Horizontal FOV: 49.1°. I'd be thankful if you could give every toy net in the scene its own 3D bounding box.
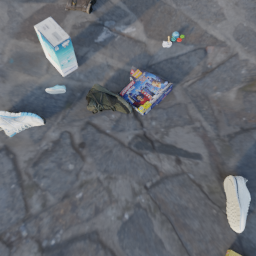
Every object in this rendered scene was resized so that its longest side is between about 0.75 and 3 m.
[{"bbox_3d":[2.062,-4.007,12.943,0.609,0.224,1.161,41,73,14],"label":"toy net"}]

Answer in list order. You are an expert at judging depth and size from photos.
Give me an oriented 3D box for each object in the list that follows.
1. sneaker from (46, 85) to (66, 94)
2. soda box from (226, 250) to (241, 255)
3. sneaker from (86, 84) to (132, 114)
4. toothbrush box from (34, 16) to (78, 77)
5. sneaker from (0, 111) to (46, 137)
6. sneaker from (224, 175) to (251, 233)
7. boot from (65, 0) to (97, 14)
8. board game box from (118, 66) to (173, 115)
[{"bbox_3d":[-3.049,-1.655,11.841,0.829,0.307,0.340,0,58,-10],"label":"sneaker"},{"bbox_3d":[3.689,4.346,9.071,0.987,0.334,0.316,26,68,11],"label":"soda box"},{"bbox_3d":[-0.865,-0.882,11.187,2.035,0.778,1.165,30,70,18],"label":"sneaker"},{"bbox_3d":[-2.936,-3.326,11.664,0.833,1.953,1.430,-37,72,-15],"label":"toothbrush box"},{"bbox_3d":[-4.267,-0.098,10.922,2.200,0.825,0.953,1,72,10],"label":"sneaker"},{"bbox_3d":[3.895,2.612,9.699,0.773,0.733,1.920,10,70,-19],"label":"sneaker"},{"bbox_3d":[-2.315,-6.318,13.810,1.322,0.526,1.518,16,69,6],"label":"boot"},{"bbox_3d":[0.554,-1.646,11.650,1.846,0.570,1.847,40,74,18],"label":"board game box"}]
